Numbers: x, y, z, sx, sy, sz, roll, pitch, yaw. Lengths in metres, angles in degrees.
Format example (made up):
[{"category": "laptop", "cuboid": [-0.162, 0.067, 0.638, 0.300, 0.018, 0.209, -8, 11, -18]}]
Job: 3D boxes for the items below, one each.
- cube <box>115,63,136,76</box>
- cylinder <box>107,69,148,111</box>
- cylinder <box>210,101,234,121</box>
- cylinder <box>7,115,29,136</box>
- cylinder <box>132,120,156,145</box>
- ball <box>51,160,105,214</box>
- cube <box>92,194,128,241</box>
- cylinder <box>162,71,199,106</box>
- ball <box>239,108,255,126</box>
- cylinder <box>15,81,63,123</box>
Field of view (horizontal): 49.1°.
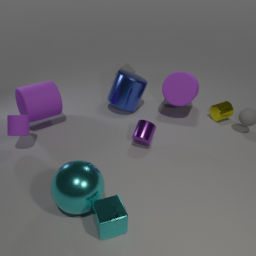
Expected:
[{"category": "cube", "cuboid": [-0.148, -2.969, 15.180, 0.700, 0.700, 0.700, 45, 41, -4]}, {"category": "cylinder", "cuboid": [-0.031, -1.657, 12.353, 1.400, 1.400, 1.400, 21, 21, -8]}, {"category": "cylinder", "cuboid": [3.918, -0.712, 11.748, 0.700, 0.700, 0.700, -18, 35, -15]}, {"category": "cylinder", "cuboid": [-3.758, -0.098, 9.608, 0.700, 0.700, 0.700, 1, 3, 0]}, {"category": "cylinder", "cuboid": [0.574, 0.164, 10.005, 0.700, 0.700, 0.700, 15, 70, 23]}, {"category": "ball", "cuboid": [-1.311, 1.546, 7.376, 1.400, 1.400, 1.400, 0, 31, 0]}, {"category": "cube", "cuboid": [-0.445, 2.194, 6.893, 0.700, 0.700, 0.700, -11, 39, -18]}, {"category": "cylinder", "cuboid": [2.253, -1.679, 11.859, 1.400, 1.400, 1.400, 9, 13, 15]}, {"category": "ball", "cuboid": [4.587, -0.416, 10.661, 0.700, 0.700, 0.700, 0, 31, 0]}, {"category": "cylinder", "cuboid": [-3.516, -1.034, 11.056, 1.400, 1.400, 1.400, -19, 36, -31]}]
